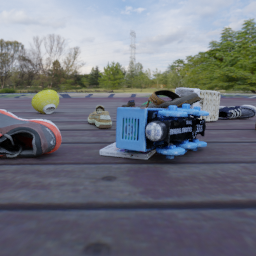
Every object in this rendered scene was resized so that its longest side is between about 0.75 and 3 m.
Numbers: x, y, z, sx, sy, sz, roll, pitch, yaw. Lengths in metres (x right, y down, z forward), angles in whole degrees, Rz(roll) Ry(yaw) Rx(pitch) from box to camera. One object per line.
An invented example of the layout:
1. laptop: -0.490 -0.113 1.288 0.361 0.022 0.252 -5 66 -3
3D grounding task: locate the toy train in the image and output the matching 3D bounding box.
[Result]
1. toy train: 0.943 -0.018 6.857 1.568 1.190 2.745 7 7 33

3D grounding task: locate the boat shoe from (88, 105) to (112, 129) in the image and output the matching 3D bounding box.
1. boat shoe: -1.142 -0.536 11.610 0.789 0.838 2.201 -4 10 -24

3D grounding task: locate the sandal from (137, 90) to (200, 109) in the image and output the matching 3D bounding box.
1. sandal: 1.100 -0.862 8.725 1.048 0.700 2.565 -25 9 -29

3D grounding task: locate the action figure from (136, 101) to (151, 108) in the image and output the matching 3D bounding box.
1. action figure: 0.929 -0.910 14.544 1.446 0.669 2.448 8 19 36

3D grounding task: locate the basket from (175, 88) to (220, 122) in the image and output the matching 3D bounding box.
1. basket: 3.195 -1.091 13.212 1.368 1.503 2.217 2 8 -13

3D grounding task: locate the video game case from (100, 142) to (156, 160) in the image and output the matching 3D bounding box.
1. video game case: 0.100 0.535 7.133 1.209 0.157 1.328 4 9 20

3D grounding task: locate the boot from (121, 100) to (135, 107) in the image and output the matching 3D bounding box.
1. boot: 0.023 -1.761 20.241 1.086 0.526 0.406 -5 10 -26

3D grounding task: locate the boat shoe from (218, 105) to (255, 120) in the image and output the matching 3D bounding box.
1. boat shoe: 5.094 -0.669 13.350 1.934 0.722 0.897 0 17 31

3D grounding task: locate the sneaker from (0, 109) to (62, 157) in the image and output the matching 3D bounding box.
1. sneaker: -3.084 0.181 6.681 2.821 1.087 1.155 1 15 13

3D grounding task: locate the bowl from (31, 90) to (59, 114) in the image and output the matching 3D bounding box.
1. bowl: -4.543 -1.303 15.809 1.582 1.582 0.851 -8 55 -41
